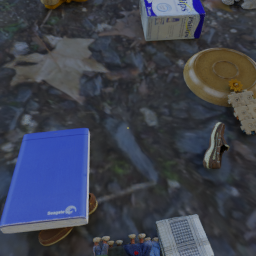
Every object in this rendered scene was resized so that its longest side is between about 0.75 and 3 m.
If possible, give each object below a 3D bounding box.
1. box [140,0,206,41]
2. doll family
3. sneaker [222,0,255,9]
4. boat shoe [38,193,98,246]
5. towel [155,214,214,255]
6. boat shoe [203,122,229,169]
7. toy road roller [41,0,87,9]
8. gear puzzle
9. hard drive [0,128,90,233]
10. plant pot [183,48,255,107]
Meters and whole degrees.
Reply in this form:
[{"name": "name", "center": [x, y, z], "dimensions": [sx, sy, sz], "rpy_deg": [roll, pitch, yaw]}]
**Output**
[{"name": "box", "center": [1.651, -4.504, 10.943], "dimensions": [2.170, 1.139, 1.996], "rpy_deg": [-4, 55, -4]}, {"name": "doll family", "center": [0.068, 2.923, 5.952], "dimensions": [1.880, 0.738, 1.087], "rpy_deg": [-4, 50, -6]}, {"name": "sneaker", "center": [4.954, -5.708, 12.121], "dimensions": [1.598, 0.603, 0.909], "rpy_deg": [18, 59, 15]}, {"name": "boat shoe", "center": [-1.438, 2.087, 6.630], "dimensions": [1.608, 0.543, 0.579], "rpy_deg": [-35, 62, -22]}, {"name": "towel", "center": [1.282, 2.606, 6.355], "dimensions": [1.150, 0.206, 1.194], "rpy_deg": [-3, 55, -17]}, {"name": "boat shoe", "center": [2.531, 0.501, 7.707], "dimensions": [0.528, 0.527, 1.428], "rpy_deg": [7, 64, 35]}, {"name": "toy road roller", "center": [-2.554, -5.947, 11.852], "dimensions": [1.595, 1.343, 2.185], "rpy_deg": [30, 58, 15]}, {"name": "gear puzzle", "center": [3.520, -0.674, 8.575], "dimensions": [0.998, 0.252, 1.927], "rpy_deg": [-11, 68, -17]}, {"name": "hard drive", "center": [-1.918, 1.141, 7.025], "dimensions": [1.852, 0.356, 2.808], "rpy_deg": [-6, 43, -1]}, {"name": "plant pot", "center": [3.302, -1.888, 9.567], "dimensions": [2.740, 0.377, 2.740], "rpy_deg": [0, 55, 0]}]
